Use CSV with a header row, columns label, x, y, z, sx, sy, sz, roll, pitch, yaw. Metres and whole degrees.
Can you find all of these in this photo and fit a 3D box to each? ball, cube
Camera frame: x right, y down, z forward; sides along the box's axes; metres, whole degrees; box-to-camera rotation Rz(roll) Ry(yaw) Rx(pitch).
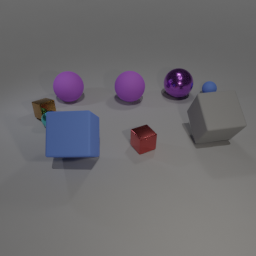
label,x,y,z,sx,sy,sz,roll,pitch,yaw
ball,-2.761,-1.926,13.016,1.400,1.400,1.400,0,33,0
cube,-1.752,0.245,9.127,1.400,1.400,1.400,-2,-6,6
cube,3.104,-0.371,10.026,1.400,1.400,1.400,-7,69,-7
ball,3.955,-1.919,13.615,0.700,0.700,0.700,0,33,0
cube,0.554,0.406,10.106,0.700,0.700,0.700,-17,40,-23
ball,2.401,-2.138,13.346,1.400,1.400,1.400,0,33,0
cube,-3.533,-0.819,11.843,0.700,0.700,0.700,-25,29,-39
ball,-3.135,-0.356,11.300,0.700,0.700,0.700,0,33,0
ball,0.084,-1.908,12.848,1.400,1.400,1.400,0,33,0
